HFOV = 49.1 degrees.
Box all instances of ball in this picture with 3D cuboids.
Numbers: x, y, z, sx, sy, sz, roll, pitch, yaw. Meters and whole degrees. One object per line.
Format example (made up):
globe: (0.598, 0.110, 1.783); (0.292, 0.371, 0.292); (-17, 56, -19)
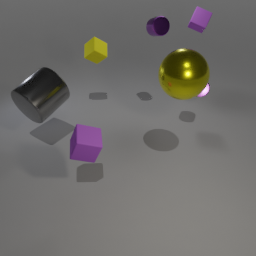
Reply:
ball: (1.539, -1.476, 7.755); (1.400, 1.400, 1.400); (0, 32, 0)

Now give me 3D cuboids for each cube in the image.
cube: (-1.142, 0.420, 7.559); (0.700, 0.700, 0.700); (11, 43, -21)
cube: (3.032, -4.559, 11.846); (0.700, 0.700, 0.700); (24, 3, 1)
cube: (-1.350, -3.243, 11.740); (0.700, 0.700, 0.700); (17, -29, -42)

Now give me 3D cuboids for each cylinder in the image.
cylinder: (2.798, -1.540, 10.889); (0.700, 0.700, 0.700); (7, 7, 12)
cylinder: (1.133, -3.864, 10.669); (0.700, 0.700, 0.700); (-9, 18, -15)
cylinder: (-2.962, -1.114, 9.554); (1.400, 1.400, 1.400); (21, 56, 31)
